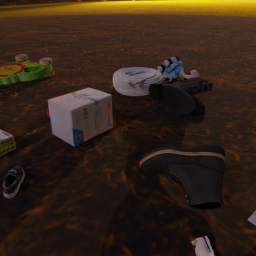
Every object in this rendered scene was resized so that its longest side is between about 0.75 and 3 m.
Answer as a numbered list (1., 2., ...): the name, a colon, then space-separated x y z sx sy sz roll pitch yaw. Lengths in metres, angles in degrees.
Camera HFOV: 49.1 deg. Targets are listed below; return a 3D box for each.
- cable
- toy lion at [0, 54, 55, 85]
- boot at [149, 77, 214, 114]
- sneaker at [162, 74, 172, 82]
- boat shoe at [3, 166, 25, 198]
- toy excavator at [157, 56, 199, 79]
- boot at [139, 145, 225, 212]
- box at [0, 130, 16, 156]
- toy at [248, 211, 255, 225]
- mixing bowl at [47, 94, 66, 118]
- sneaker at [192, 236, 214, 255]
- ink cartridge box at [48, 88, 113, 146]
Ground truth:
1. cable: 0.472 -2.248 13.209 2.370 0.820 2.370 -15 30 -27
2. toy lion: -5.686 -2.942 14.634 2.768 0.950 2.653 13 37 22
3. boot: 2.566 -1.600 11.736 2.578 1.025 2.962 -14 29 -24
4. sneaker: 1.711 -2.526 14.202 1.110 0.416 0.481 0 33 0
5. boat shoe: -2.854 1.244 7.010 0.394 0.355 1.114 -5 28 -9
6. toy excavator: 2.623 -2.902 14.460 0.890 1.781 1.732 -28 -6 -40
7. boot: 1.206 1.245 6.664 2.145 0.831 1.484 -13 50 29
8. box: -4.942 0.328 8.624 2.731 0.474 1.503 19 33 32
9. toy: 2.985 1.898 5.909 0.954 0.225 0.550 -23 38 -38
10. mixing bowl: -2.482 -0.883 10.715 1.265 0.685 1.265 2 28 -1
11. sneaker: 1.407 2.327 5.090 0.308 0.292 0.764 -11 23 0
12. ink cartridge box: -1.517 -0.442 9.252 1.237 1.259 1.710 23 35 37
